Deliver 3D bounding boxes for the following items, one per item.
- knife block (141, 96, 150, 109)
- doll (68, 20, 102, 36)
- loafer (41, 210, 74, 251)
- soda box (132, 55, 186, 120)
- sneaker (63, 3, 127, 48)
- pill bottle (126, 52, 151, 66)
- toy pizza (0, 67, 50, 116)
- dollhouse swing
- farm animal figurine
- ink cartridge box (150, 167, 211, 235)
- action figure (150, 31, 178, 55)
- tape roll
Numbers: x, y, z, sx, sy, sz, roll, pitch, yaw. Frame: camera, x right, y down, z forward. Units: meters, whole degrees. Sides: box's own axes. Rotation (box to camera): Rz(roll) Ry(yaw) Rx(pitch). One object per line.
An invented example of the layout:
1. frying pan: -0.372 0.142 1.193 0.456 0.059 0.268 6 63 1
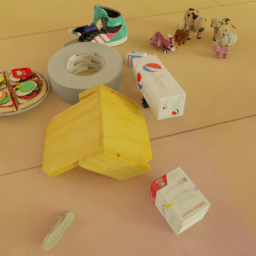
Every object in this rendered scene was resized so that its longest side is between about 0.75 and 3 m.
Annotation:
1. knife block: 0.905 -0.894 9.625 0.874 0.280 0.767 18 53 14
2. doll: -1.610 -3.653 10.353 1.304 0.316 0.890 -8 36 19
3. loafer: -1.766 2.483 6.853 0.337 0.386 1.073 11 43 31
4. soda box: 0.936 -1.438 9.304 0.899 0.840 2.640 -11 42 -12
5. sneaker: -1.327 -3.971 11.180 2.924 1.766 1.223 -26 55 -20
6. pill bottle: 0.427 -2.660 10.897 1.000 0.561 0.561 6 51 4
7. toy pizza: -4.146 -1.426 9.761 2.722 0.431 2.722 1 44 -1
8. dollhouse swing: -0.950 0.425 8.440 2.307 2.231 2.538 25 40 -34
9. farm animal figurine: 3.315 -4.124 11.639 2.491 1.253 2.011 21 54 16
10. ink cartridge box: 1.257 1.820 7.003 0.892 0.888 1.228 -25 55 -19
11. action figure: 1.520 -3.453 11.654 1.226 0.913 0.821 32 98 7
12. tape roll: -1.503 -2.011 10.158 2.633 0.870 2.633 0 51 0
